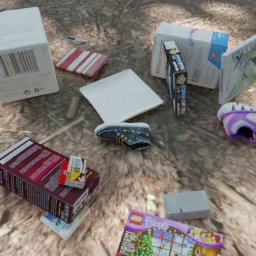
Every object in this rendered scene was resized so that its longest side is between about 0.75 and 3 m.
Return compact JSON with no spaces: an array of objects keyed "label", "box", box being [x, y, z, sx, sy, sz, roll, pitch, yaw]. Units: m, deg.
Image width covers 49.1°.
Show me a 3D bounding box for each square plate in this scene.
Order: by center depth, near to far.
[{"label":"square plate","box":[-0.294,-1.222,11.239,2.488,0.357,2.511,-26,54,-20]}]

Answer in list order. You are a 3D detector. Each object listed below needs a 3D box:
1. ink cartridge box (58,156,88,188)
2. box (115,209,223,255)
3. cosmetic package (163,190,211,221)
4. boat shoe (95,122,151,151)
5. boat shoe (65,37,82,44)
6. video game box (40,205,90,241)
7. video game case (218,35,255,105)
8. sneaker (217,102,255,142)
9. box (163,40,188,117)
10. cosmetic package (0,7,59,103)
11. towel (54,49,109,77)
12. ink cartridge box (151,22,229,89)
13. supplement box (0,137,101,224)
[{"label":"ink cartridge box","box":[-1.484,1.178,7.620,0.678,0.324,0.773,15,46,-16]},{"label":"box","box":[1.022,3.302,7.210,2.572,0.503,1.760,13,50,11]},{"label":"cosmetic package","box":[1.695,2.252,8.112,1.245,0.562,0.665,-8,46,-3]},{"label":"boat shoe","box":[-0.165,0.315,9.672,1.974,0.698,0.896,-3,49,-3]},{"label":"boat shoe","box":[-2.730,-4.415,14.052,0.870,0.279,0.321,9,50,7]},{"label":"video game box","box":[-1.801,2.511,8.079,0.978,0.251,1.074,28,55,20]},{"label":"video game case","box":[4.439,-2.304,10.998,2.360,2.151,0.260,-32,43,-25]},{"label":"sneaker","box":[4.712,-0.081,9.828,2.959,1.190,1.308,1,55,6]},{"label":"box","box":[1.783,-1.859,10.556,0.518,2.085,2.069,-8,46,4]},{"label":"cosmetic package","box":[-4.407,-3.011,11.422,2.394,2.396,2.904,-14,51,-12]},{"label":"towel","box":[-2.103,-2.996,12.790,2.084,0.237,1.501,18,53,23]},{"label":"ink cartridge box","box":[2.479,-3.006,11.602,2.809,2.030,1.189,14,46,10]},{"label":"supplement box","box":[-2.380,1.434,8.176,2.758,0.840,1.501,24,35,15]}]
